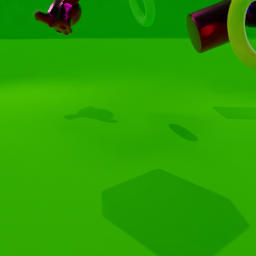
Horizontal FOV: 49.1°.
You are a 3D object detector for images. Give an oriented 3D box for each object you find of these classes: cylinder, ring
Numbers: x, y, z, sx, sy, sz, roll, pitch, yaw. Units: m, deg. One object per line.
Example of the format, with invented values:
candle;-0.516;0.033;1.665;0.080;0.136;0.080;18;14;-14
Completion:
cylinder;2.716;-3.241;8.977;1.308;1.308;1.308;-21;19;3
ring;2.968;-2.271;6.411;0.406;2.030;2.030;-19;23;-8
ring;0.345;-3.280;7.358;0.244;1.220;1.220;-26;25;-11

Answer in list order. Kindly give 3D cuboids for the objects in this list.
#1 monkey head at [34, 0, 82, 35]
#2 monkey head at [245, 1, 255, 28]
monkey head;-2.174;-3.660;8.811;1.360;1.139;1.890;14;1;-29
monkey head;3.650;-3.412;8.147;1.310;0.789;0.942;20;51;-27
